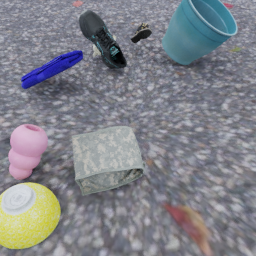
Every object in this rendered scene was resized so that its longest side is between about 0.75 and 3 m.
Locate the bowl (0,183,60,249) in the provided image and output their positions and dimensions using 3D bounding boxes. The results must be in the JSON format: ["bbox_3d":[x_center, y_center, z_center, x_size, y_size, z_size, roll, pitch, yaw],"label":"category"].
[{"bbox_3d":[-2.117,1.579,5.614,1.399,0.753,1.399,-1,41,1],"label":"bowl"}]

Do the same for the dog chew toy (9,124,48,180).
[{"bbox_3d":[-2.353,0.587,6.433,0.811,1.303,0.811,21,13,-5],"label":"dog chew toy"}]

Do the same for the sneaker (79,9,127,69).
[{"bbox_3d":[-0.744,-2.957,9.484,0.876,2.324,0.921,-46,39,-8],"label":"sneaker"}]

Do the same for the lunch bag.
[{"bbox_3d":[-0.436,0.693,6.432,1.523,0.896,1.249,-13,49,-3],"label":"lunch bag"}]

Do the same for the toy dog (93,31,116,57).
[{"bbox_3d":[-0.896,-3.257,10.929,0.792,1.100,1.135,28,28,-6],"label":"toy dog"}]

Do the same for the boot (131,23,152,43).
[{"bbox_3d":[0.621,-3.829,11.011,1.058,0.387,0.797,-17,41,51],"label":"boot"}]

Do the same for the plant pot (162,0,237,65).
[{"bbox_3d":[2.318,-3.400,9.925,2.134,2.005,2.134,18,53,-25],"label":"plant pot"}]

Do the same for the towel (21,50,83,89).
[{"bbox_3d":[-2.411,-1.927,8.892,1.867,0.463,1.379,-20,22,20],"label":"towel"}]
